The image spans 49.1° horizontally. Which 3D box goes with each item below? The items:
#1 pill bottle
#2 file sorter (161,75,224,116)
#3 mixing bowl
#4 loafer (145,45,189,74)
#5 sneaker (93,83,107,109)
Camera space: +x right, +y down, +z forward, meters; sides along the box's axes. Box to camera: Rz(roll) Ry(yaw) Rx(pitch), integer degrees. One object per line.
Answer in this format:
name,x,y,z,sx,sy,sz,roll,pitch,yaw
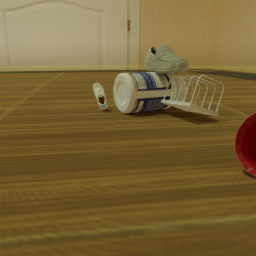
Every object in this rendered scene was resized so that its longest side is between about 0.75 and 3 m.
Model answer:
pill bottle,0.904,-1.405,10.765,2.646,1.469,1.469,-7,17,-27
file sorter,2.208,-1.151,9.618,1.206,1.082,1.738,16,2,-26
mixing bowl,2.729,0.332,5.191,1.298,1.298,0.703,11,-2,34
loafer,1.346,-2.579,10.447,1.015,1.013,2.904,-6,17,-19
sneaker,-1.055,-1.274,10.744,0.416,1.087,0.439,-21,-12,-4
